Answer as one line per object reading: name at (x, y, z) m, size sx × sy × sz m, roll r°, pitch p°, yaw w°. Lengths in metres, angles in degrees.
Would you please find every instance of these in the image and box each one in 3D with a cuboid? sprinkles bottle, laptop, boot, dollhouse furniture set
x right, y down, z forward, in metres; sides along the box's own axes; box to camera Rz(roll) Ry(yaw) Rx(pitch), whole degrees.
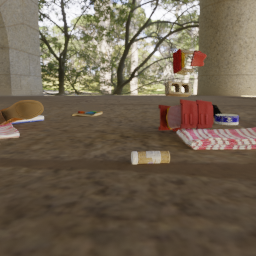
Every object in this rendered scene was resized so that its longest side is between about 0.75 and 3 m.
sprinkles bottle at (0.466, 0.610, 5.825) m, size 0.782 × 0.267 × 0.267 m, roll -1°, pitch 9°, yaw -6°
laptop at (4.756, -0.863, 14.177) m, size 1.359 × 0.702 × 1.205 m, roll -2°, pitch 9°, yaw -12°
boot at (-4.329, -0.573, 10.759) m, size 1.970 × 0.726 × 1.524 m, roll -16°, pitch 7°, yaw -24°
dollhouse furniture set at (1.857, -1.352, 9.399) m, size 1.188 × 2.921 × 1.572 m, roll 1°, pitch -6°, yaw -20°

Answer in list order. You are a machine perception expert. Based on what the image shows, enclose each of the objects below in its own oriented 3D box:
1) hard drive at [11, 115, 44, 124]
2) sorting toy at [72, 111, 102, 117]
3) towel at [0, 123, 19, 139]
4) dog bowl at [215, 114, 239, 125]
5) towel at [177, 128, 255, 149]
hard drive at (-4.835, -0.387, 12.515) m, size 1.143 × 0.220 × 1.732 m, roll 6°, pitch 10°, yaw 42°
sorting toy at (-2.157, -0.855, 15.634) m, size 1.344 × 0.241 × 1.804 m, roll 2°, pitch 9°, yaw 15°
towel at (-4.402, 0.101, 9.161) m, size 1.375 × 0.281 × 1.879 m, roll -5°, pitch 9°, yaw -29°
dog bowl at (4.221, -0.373, 11.991) m, size 0.966 × 0.380 × 0.966 m, roll 0°, pitch 9°, yaw 0°
towel at (2.836, 0.221, 8.020) m, size 2.626 × 0.393 × 1.922 m, roll 0°, pitch 8°, yaw -3°
